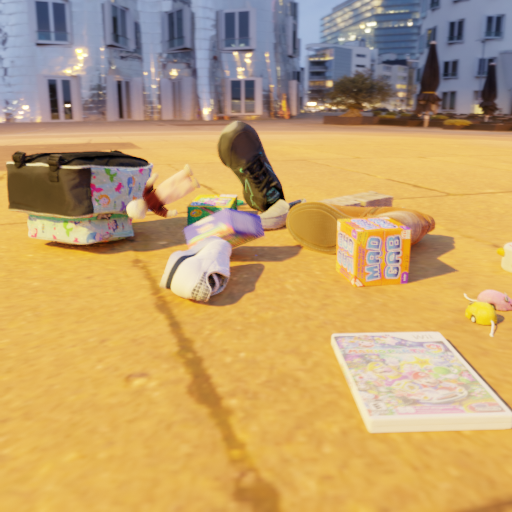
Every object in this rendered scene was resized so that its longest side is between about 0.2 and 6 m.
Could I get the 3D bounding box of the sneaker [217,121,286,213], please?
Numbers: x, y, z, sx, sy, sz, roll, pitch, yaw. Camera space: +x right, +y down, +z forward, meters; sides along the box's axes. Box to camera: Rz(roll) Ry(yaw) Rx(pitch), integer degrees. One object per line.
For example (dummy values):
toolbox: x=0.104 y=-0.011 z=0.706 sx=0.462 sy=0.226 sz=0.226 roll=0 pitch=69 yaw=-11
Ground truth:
sneaker: x=0.073 y=-2.009 z=13.544 sx=1.141 sy=3.025 sz=1.199 roll=-42 pitch=52 yaw=-6

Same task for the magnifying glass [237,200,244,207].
magnifying glass: x=-0.859 y=-1.599 z=16.383 sx=0.525 sy=0.148 sz=1.318 roll=-13 pitch=22 yaw=-37

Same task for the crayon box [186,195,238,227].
crayon box: x=-1.070 y=-1.152 z=14.079 sx=1.051 sy=0.515 sz=1.769 roll=1 pitch=16 yaw=4

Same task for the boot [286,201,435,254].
boot: x=2.227 y=-0.690 z=11.683 sx=2.743 sy=1.052 sz=2.130 roll=0 pitch=7 yaw=34

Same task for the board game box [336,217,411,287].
board game box: x=1.980 y=-0.089 z=9.584 sx=0.955 sy=0.956 sz=0.955 roll=-3 pitch=16 yaw=-11

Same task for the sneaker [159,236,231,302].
sneaker: x=-0.774 y=0.248 z=9.133 sx=0.828 sy=0.786 sz=2.056 roll=22 pitch=22 yaw=12

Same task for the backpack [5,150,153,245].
backpack: x=-3.500 y=-1.314 z=11.856 sx=2.401 sy=2.037 sz=2.705 roll=7 pitch=19 yaw=27

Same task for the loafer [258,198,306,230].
loafer: x=0.540 y=-1.017 z=13.400 sx=1.819 sy=0.635 sz=0.636 roll=-15 pitch=22 yaw=-43

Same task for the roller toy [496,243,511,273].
roller toy: x=4.762 y=0.022 z=10.019 sx=0.665 sy=0.510 sz=0.729 roll=-6 pitch=17 yaw=-19

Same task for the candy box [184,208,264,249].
candy box: x=-0.585 y=-0.460 z=10.587 sx=1.020 sy=0.464 sz=1.206 roll=-21 pitch=-14 yaw=28

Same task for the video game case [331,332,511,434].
video game case: x=1.685 y=1.308 z=6.157 sx=1.391 sy=0.175 sz=1.943 roll=-1 pitch=16 yaw=-3

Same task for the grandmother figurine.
grandmother figurine: x=-1.688 y=-1.055 z=10.036 sx=1.363 sy=0.827 sz=0.413 roll=-28 pitch=4 yaw=4

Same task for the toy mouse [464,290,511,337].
toy mouse: x=3.585 y=0.728 z=7.992 sx=1.239 sy=0.270 sz=1.395 roll=-2 pitch=16 yaw=-7

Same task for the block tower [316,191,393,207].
block tower: x=2.150 y=-0.977 z=13.060 sx=2.666 sy=0.771 sz=0.720 roll=-12 pitch=22 yaw=-39
